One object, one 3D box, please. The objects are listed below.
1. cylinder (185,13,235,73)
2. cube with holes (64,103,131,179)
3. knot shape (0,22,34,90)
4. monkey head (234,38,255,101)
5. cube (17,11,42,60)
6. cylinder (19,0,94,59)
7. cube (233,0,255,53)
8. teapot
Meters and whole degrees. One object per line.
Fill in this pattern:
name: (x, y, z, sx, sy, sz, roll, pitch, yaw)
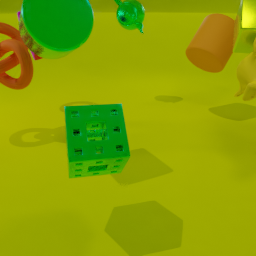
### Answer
cylinder: (2.720, -2.669, 8.914, 1.323, 1.323, 1.323, 31, -7, 4)
cube with holes: (-0.504, 0.212, 4.237, 0.832, 0.832, 0.832, -4, 66, -13)
knot shape: (-3.276, -1.923, 7.260, 1.927, 1.803, 0.890, -3, -17, 9)
monkey head: (2.607, -1.056, 5.805, 1.158, 1.610, 0.970, -23, 51, -22)
cube: (-2.466, -2.841, 8.329, 1.146, 1.146, 1.146, -24, 7, -16)
cylinder: (-1.424, -2.029, 5.416, 1.243, 1.243, 1.243, -11, 10, -22)
cube: (2.780, -2.180, 5.997, 0.844, 0.844, 0.844, 6, -18, 11)
teapot: (0.070, -3.914, 9.764, 1.667, 1.037, 0.816, 50, 28, 0)
